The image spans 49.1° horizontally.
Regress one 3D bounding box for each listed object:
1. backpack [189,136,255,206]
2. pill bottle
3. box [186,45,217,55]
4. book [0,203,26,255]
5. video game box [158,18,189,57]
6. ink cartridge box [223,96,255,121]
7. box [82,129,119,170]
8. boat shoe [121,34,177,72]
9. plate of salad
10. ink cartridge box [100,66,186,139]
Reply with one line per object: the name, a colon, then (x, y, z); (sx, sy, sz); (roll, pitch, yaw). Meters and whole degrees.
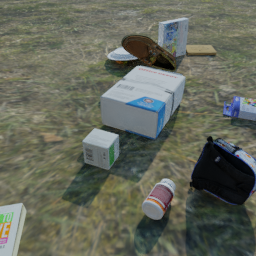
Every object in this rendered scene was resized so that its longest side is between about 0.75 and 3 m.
backpack: (2.410, 1.074, 6.707); (1.144, 1.486, 1.415); (-13, 38, -40)
pill bottle: (0.754, 1.624, 6.527); (0.525, 0.525, 0.929); (19, 40, 25)
box: (3.886, -4.240, 15.177); (1.523, 0.162, 1.245); (-1, 35, 0)
book: (-2.730, 2.278, 5.845); (0.916, 0.329, 1.371); (-7, 37, -4)
video game box: (2.246, -4.436, 14.022); (1.667, 1.830, 0.428); (-23, 39, -31)
ink cartridge box: (4.344, -0.680, 9.976); (1.763, 0.370, 1.052); (10, 36, 17)
box: (-0.738, 0.580, 7.781); (0.800, 0.796, 0.685); (14, 37, 19)
boat shoe: (1.022, -3.228, 12.140); (2.743, 0.987, 0.932); (12, 41, -28)
plate of salad: (0.230, -3.652, 13.975); (2.515, 0.604, 2.515); (-7, 28, 4)
ink cartridge box: (0.594, -1.008, 9.699); (1.988, 1.166, 2.714); (17, 38, 21)
